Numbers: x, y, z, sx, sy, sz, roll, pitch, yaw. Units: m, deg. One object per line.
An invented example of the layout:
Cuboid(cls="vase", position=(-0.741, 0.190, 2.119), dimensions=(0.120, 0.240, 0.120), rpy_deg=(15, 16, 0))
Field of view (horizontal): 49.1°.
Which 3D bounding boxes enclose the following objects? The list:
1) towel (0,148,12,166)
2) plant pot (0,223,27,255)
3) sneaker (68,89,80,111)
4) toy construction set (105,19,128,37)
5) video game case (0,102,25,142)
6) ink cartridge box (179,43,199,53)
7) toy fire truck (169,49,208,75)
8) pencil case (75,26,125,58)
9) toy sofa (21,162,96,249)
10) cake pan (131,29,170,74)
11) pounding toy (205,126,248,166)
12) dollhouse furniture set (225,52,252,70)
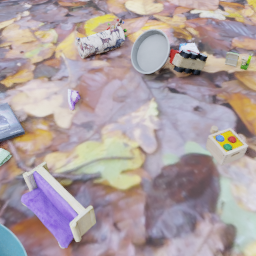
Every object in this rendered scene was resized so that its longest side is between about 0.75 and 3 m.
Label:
Cuboid(cls="towel", position=(-5.729, 1.148, 10.275), dimensions=(2.301, 0.269, 1.755), rpy_deg=(21, 50, 18))
Cuboid(cls="plant pot", position=(-4.024, 3.712, 6.384), dimensions=(2.863, 1.928, 2.863), rpy_deg=(33, 16, -11))
Cuboid(cls="sneaker", position=(-2.393, -1.278, 12.462), dimensions=(0.555, 0.505, 1.255), rpy_deg=(-1, 45, -12))
Cuboid(cls="toy construction set", position=(-0.814, -5.839, 16.670), dimensions=(1.245, 0.957, 1.038), rpy_deg=(-10, 90, -32))
Cuboid(cls="video game case", position=(-5.381, -0.208, 11.406), dimensions=(1.614, 0.214, 2.259), rpy_deg=(-21, 47, -28))
Cuboid(cls="ink cartridge box", position=(3.308, -4.075, 15.123), dimensions=(0.823, 0.479, 1.138), rpy_deg=(-4, 46, -4))
Cuboid(cls="toy fire truck", position=(2.602, -3.468, 14.108), dimensions=(1.832, 1.339, 2.082), rpy_deg=(-2, 37, -34))
Cuboid(cls="pencil case", position=(-1.480, -4.757, 15.366), dimensions=(2.737, 1.065, 1.224), rpy_deg=(-24, 68, -21))
Cuboid(cls="toy sofa", position=(-2.261, 2.318, 8.589), dimensions=(2.539, 1.051, 1.239), rpy_deg=(35, 54, 29))
Cuboid(cls="cake pan", position=(1.157, -3.769, 13.954), dimensions=(2.242, 2.242, 0.411), rpy_deg=(41, 20, 32))
Cuboid(cls="pounding toy", position=(3.709, 0.382, 10.650), dimensions=(1.451, 0.756, 1.652), rpy_deg=(-18, 49, -16))
Cuboid(cls="dollhouse furniture set", position=(5.688, -3.594, 14.422), dimensions=(1.208, 0.792, 0.606), rpy_deg=(20, 56, 19))
